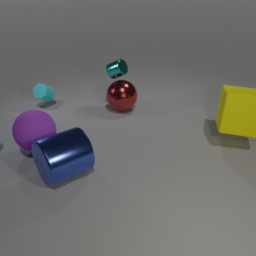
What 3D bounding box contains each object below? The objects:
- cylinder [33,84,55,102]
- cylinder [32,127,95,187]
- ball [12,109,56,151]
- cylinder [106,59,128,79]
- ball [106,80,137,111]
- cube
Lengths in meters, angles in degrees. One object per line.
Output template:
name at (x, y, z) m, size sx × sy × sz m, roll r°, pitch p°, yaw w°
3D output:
cylinder at (-3.831, -1.603, 12.781) m, size 0.700 × 0.700 × 0.700 m, roll 10°, pitch -2°, yaw 18°
cylinder at (-1.929, 0.826, 8.339) m, size 1.400 × 1.400 × 1.400 m, roll -20°, pitch 35°, yaw -32°
ball at (-3.105, 0.082, 9.328) m, size 1.400 × 1.400 × 1.400 m, roll 0°, pitch 29°, yaw 0°
cylinder at (-0.476, -2.557, 12.161) m, size 0.700 × 0.700 × 0.700 m, roll -13°, pitch 18°, yaw 36°
ball at (-0.277, -1.448, 12.499) m, size 1.400 × 1.400 × 1.400 m, roll 0°, pitch 29°, yaw 0°
cube at (3.936, -0.606, 9.737) m, size 1.400 × 1.400 × 1.400 m, roll 9°, pitch 21°, yaw 9°
